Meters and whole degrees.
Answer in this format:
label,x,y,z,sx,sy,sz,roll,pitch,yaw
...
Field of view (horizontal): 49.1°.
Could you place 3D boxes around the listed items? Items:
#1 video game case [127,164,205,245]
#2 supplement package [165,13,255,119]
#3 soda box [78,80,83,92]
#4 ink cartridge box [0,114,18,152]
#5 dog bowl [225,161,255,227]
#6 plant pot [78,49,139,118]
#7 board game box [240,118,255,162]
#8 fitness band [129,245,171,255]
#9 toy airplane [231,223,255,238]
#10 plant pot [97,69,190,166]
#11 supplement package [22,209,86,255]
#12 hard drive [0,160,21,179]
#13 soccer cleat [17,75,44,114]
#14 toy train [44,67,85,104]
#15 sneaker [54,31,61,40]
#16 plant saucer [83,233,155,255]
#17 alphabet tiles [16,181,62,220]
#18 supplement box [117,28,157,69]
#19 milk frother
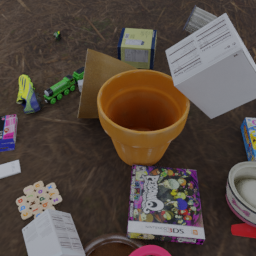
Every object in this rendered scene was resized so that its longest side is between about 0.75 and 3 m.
label,x,y,z,sx,sy,sz,roll,pitch,yaw
video game case,1.079,2.172,8.314,2.100,0.415,2.317,6,44,1
supplement package,2.548,-1.591,7.997,1.867,2.397,1.329,-28,53,29
soda box,-1.532,-1.871,11.972,1.163,0.396,0.370,-11,50,-9
ink cartridge box,-4.522,0.173,10.307,0.743,0.291,1.569,-8,52,-7
dog bowl,3.840,1.986,8.190,2.092,0.771,2.092,6,39,-5
plant pot,-0.372,-1.421,10.521,2.722,2.536,2.536,9,48,-11
board game box,5.180,0.618,9.692,2.068,0.578,2.025,4,49,3
fitness band,0.374,3.848,6.710,1.510,0.393,2.102,41,57,17
toy airplane,3.788,2.670,8.109,1.639,0.301,1.639,0,49,0
plant pot,0.432,-0.086,9.057,2.691,2.464,2.691,1,50,-1
supplement package,-1.921,2.948,7.226,0.956,0.949,1.260,-39,53,8
hard drive,-4.007,1.386,9.351,0.769,0.101,0.507,-16,51,-13
soccer cleat,-4.179,-1.427,11.395,0.926,0.716,2.213,-26,54,-15
toy train,-2.547,-1.835,11.765,0.492,0.665,2.358,33,57,25
sneaker,-3.702,-4.775,14.596,0.330,0.303,0.776,-11,41,0
plant saucer,-0.337,3.840,7.052,2.518,0.404,2.518,0,50,0
alphabet tiles,-2.730,2.237,8.621,1.252,0.093,1.280,-24,53,-20
supplement box,0.448,-3.729,13.098,1.656,1.113,1.657,6,49,5
milk frother,2.300,-2.839,8.726,1.270,1.350,1.219,26,10,0
